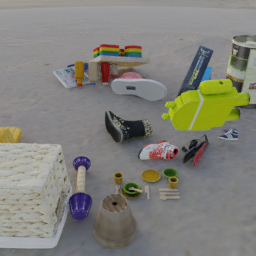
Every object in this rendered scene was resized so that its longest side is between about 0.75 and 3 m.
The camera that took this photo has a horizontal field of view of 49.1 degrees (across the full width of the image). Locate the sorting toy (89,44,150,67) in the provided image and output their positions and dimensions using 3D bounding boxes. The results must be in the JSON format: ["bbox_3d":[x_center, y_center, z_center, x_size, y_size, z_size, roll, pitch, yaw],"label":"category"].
[{"bbox_3d":[-0.558,-4.159,16.140,2.829,0.991,2.846,-2,7,-19],"label":"sorting toy"}]

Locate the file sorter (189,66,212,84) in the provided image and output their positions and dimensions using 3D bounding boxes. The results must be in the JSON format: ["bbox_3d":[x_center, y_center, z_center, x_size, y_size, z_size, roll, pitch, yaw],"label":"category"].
[{"bbox_3d":[3.442,-2.245,13.796,1.113,0.984,1.604,8,42,21],"label":"file sorter"}]

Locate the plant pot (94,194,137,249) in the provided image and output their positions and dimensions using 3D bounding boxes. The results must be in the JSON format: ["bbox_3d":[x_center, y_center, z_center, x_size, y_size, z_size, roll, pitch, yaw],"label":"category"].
[{"bbox_3d":[-0.305,2.116,6.675,1.077,0.934,1.077,1,29,0],"label":"plant pot"}]

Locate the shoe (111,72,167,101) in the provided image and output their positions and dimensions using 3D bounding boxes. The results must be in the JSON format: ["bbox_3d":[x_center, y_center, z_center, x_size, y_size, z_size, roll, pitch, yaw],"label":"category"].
[{"bbox_3d":[0.689,-2.193,14.014,2.886,1.031,1.313,10,35,23],"label":"shoe"}]

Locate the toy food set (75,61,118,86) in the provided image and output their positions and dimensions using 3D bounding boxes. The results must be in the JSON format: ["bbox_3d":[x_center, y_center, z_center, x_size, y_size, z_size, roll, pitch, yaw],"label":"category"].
[{"bbox_3d":[-1.569,-2.939,15.570,1.373,1.294,2.876,5,8,33],"label":"toy food set"}]

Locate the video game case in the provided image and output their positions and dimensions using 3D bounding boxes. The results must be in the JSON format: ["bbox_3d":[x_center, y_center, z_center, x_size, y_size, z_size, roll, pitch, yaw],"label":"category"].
[{"bbox_3d":[-3.110,-2.868,15.647,1.537,0.200,1.689,-20,49,-30],"label":"video game case"}]

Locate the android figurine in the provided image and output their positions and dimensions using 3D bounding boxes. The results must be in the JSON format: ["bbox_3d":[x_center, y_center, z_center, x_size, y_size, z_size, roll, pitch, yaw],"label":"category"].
[{"bbox_3d":[1.925,-0.478,7.104,2.087,1.900,0.429,-5,57,-5],"label":"android figurine"}]

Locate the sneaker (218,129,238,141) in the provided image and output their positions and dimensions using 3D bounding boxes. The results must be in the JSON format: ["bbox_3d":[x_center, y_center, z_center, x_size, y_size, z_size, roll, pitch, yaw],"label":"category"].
[{"bbox_3d":[3.550,0.218,9.919,0.793,0.430,0.278,4,2,-18],"label":"sneaker"}]

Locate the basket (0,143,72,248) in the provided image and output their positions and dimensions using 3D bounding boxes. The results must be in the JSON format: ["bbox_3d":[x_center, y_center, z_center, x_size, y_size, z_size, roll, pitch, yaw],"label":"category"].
[{"bbox_3d":[-3.006,1.535,6.819,2.888,1.782,1.958,0,29,2],"label":"basket"}]

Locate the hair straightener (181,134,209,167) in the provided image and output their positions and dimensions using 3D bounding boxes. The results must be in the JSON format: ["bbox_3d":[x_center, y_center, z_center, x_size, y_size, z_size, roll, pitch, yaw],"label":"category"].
[{"bbox_3d":[2.270,0.653,9.715,0.771,0.410,2.003,16,34,26],"label":"hair straightener"}]

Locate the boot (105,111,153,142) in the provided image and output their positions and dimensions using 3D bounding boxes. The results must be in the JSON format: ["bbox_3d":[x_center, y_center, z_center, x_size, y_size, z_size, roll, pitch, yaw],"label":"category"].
[{"bbox_3d":[-0.039,-0.131,10.866,1.471,0.703,1.948,-6,31,-19],"label":"boot"}]

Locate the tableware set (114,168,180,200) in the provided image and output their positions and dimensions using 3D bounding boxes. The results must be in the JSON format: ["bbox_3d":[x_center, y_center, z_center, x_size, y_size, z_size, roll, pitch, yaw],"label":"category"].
[{"bbox_3d":[0.550,1.555,8.274,1.957,0.300,1.318,0,30,1],"label":"tableware set"}]

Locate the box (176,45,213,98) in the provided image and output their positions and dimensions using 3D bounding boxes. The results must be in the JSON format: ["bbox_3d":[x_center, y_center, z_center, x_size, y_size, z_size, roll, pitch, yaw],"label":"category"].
[{"bbox_3d":[2.597,-1.910,11.497,0.625,2.450,1.932,23,77,5],"label":"box"}]

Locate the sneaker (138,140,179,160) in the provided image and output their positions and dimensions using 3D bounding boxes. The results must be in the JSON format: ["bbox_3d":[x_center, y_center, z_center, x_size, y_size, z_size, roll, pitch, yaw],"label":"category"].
[{"bbox_3d":[1.053,0.829,9.364,1.367,0.456,0.732,-17,32,-32],"label":"sneaker"}]

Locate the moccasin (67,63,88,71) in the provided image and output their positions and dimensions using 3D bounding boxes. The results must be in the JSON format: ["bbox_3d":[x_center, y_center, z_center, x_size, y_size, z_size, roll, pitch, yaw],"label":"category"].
[{"bbox_3d":[-3.057,-3.881,17.360,1.456,0.586,0.496,-7,43,-14],"label":"moccasin"}]

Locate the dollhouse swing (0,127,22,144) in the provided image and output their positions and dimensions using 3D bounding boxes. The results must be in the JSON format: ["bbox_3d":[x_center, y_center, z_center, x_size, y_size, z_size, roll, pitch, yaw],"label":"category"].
[{"bbox_3d":[-4.805,0.173,9.364,2.071,1.882,1.821,-1,51,-1],"label":"dollhouse swing"}]

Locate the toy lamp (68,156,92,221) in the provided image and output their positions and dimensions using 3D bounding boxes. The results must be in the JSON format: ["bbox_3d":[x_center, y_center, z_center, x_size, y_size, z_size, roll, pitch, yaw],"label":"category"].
[{"bbox_3d":[-1.311,1.625,7.835,0.638,0.638,2.192,-3,31,-6],"label":"toy lamp"}]

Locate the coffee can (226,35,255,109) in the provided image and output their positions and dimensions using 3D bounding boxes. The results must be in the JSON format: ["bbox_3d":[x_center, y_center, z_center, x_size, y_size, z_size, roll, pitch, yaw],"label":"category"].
[{"bbox_3d":[5.662,-2.628,12.926,2.096,2.863,2.096,0,30,0],"label":"coffee can"}]
